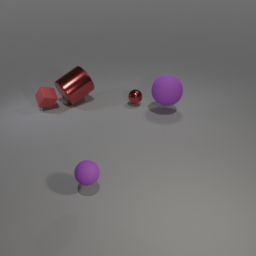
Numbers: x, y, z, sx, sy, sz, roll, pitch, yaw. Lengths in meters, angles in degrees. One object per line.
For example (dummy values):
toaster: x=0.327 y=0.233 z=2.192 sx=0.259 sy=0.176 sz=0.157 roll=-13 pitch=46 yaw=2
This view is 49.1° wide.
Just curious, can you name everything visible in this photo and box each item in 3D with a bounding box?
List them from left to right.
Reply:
cube: x=-3.817 y=-1.441 z=13.090 sx=0.700 sy=0.700 sz=0.700 roll=1 pitch=55 yaw=-44
cylinder: x=-2.583 y=-2.041 z=13.566 sx=1.400 sy=1.400 sz=1.400 roll=-40 pitch=44 yaw=-17
ball: x=-1.124 y=1.231 z=7.713 sx=0.700 sy=0.700 sz=0.700 roll=0 pitch=30 yaw=0
ball: x=0.354 y=-1.514 z=13.512 sx=0.700 sy=0.700 sz=0.700 roll=0 pitch=30 yaw=0
ball: x=1.749 y=-1.675 z=12.518 sx=1.400 sy=1.400 sz=1.400 roll=0 pitch=30 yaw=0
